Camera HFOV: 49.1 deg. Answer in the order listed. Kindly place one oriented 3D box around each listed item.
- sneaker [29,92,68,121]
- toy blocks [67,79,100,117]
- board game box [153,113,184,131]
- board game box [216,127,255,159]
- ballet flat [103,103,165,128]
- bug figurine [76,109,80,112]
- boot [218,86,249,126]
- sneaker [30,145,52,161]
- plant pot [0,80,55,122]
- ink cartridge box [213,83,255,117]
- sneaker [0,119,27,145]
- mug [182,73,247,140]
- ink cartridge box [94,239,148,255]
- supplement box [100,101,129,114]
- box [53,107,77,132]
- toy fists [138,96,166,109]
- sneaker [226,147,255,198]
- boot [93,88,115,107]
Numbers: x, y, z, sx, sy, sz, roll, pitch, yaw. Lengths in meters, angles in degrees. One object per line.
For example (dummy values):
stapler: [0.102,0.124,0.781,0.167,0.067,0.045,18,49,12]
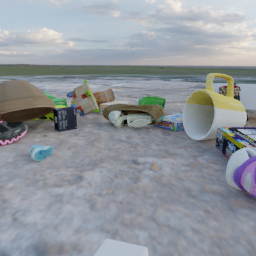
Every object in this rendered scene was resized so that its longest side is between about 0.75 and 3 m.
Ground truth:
sneaker: [-4.284,-1.053,13.226,2.984,1.105,1.247,7,43,-5]
toy blocks: [-2.155,-1.239,12.994,1.174,1.718,0.858,-25,-5,7]
board game box: [2.246,-0.295,12.248,1.982,0.342,1.342,-13,19,-42]
board game box: [3.941,0.606,7.899,2.129,0.730,2.575,2,14,-1]
ballet flat: [0.064,-0.440,11.795,2.959,1.003,1.070,3,38,23]
bug figurine: [-3.319,-0.936,14.511,1.977,0.509,1.533,-7,9,-12]
boot: [4.465,-0.919,11.875,2.298,1.730,0.841,-9,17,-35]
sneaker: [-2.692,0.725,8.175,0.610,0.371,0.934,6,6,14]
plant pot: [-4.516,-1.060,11.221,2.935,1.355,2.935,-15,-2,0]
ink cartridge box: [5.317,-1.268,13.193,2.970,1.251,2.148,5,-3,20]
sneaker: [-4.895,-0.103,9.355,2.969,1.416,1.173,-8,15,-36]
mug: [3.343,-0.598,10.124,1.851,2.255,1.806,3,37,-24]
ink cartridge box: [-0.228,1.821,2.630,0.528,0.910,1.257,5,15,20]
supplement box: [-0.693,-1.070,14.908,0.948,0.553,1.505,7,16,28]
box: [-2.562,-0.374,11.446,0.815,0.895,0.466,-10,16,-35]
toy fists: [1.253,-1.202,14.916,1.293,0.872,2.536,10,14,10]
sneaker: [3.615,1.001,5.772,2.907,1.169,1.285,-7,21,-9]
boot: [-1.873,-1.549,16.104,2.151,1.025,2.781,-19,-3,-3]
